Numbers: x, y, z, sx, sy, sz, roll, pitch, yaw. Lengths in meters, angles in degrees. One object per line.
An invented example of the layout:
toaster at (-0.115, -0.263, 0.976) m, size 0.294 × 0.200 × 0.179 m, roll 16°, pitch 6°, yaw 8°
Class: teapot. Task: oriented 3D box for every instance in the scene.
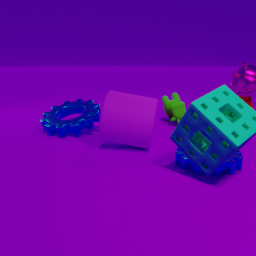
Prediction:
teapot at (3.444, -1.396, 8.283) m, size 0.794 × 1.008 × 1.621 m, roll 26°, pitch 55°, yaw -5°

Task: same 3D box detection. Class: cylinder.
cylinder at (0.026, -0.192, 6.329) m, size 1.136 × 1.136 × 1.136 m, roll 11°, pitch 15°, yaw 4°

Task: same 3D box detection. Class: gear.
gear at (1.550, 0.572, 5.426) m, size 1.240 × 0.229 × 1.240 m, roll -1°, pitch 14°, yaw 0°
gear at (-1.586, -0.319, 7.872) m, size 1.638 × 0.303 × 1.638 m, roll -7°, pitch 31°, yaw 4°

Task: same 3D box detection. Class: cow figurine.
cow figurine at (1.510, -0.533, 8.911) m, size 0.662 × 1.186 × 1.206 m, roll -18°, pitch -29°, yaw -1°

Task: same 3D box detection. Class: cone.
cone at (3.763, -0.811, 9.033) m, size 1.016 × 1.020 × 1.016 m, roll 12°, pitch 19°, yaw -4°

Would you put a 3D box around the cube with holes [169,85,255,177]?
cube with holes at (1.440, 0.038, 4.589) m, size 0.908 × 0.908 × 0.908 m, roll -28°, pitch 65°, yaw -34°
